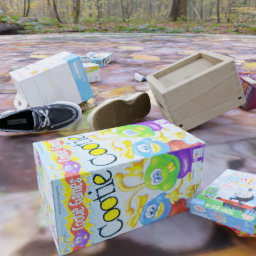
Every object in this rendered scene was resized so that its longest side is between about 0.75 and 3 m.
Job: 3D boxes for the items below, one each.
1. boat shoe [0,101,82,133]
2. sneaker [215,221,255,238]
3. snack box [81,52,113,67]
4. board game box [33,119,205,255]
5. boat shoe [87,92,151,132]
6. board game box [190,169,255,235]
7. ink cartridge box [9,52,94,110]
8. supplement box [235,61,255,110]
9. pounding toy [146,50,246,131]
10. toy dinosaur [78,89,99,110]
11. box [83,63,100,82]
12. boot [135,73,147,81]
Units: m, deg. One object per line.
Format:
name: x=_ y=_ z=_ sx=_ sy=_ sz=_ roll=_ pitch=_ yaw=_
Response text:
boat shoe: x=-2.414 y=-0.260 z=7.660 sx=2.305 sy=0.827 sz=0.781 roll=-5 pitch=8 yaw=-12
sneaker: x=1.867 y=1.482 z=4.221 sx=0.548 sy=0.474 sz=1.213 roll=-21 pitch=19 yaw=-41
snack box: x=-2.149 y=-4.585 z=18.672 sx=1.706 sy=0.545 sz=2.937 roll=4 pitch=23 yaw=9
board game box: x=-0.139 y=0.804 z=4.716 sx=2.488 sy=1.282 sz=1.305 roll=-11 pitch=25 yaw=-25
boat shoe: x=-0.334 y=-0.461 z=8.272 sx=0.916 sy=1.017 sz=2.820 roll=2 pitch=19 yaw=33
board game box: x=1.736 y=1.083 z=4.418 sx=0.963 sy=0.233 sz=1.273 roll=7 pitch=22 yaw=45
ink cartridge box: x=-2.619 y=-1.339 z=9.142 sx=2.332 sy=1.460 sz=1.499 roll=-28 pitch=32 yaw=-21
supplement box: x=4.175 y=-1.642 z=10.382 sx=1.162 sy=0.902 sz=2.107 roll=-9 pitch=40 yaw=-27
pounding toy: x=2.170 y=-1.155 z=8.867 sx=2.485 sy=1.919 sz=2.700 roll=-25 pitch=24 yaw=1
toy dinosaur: x=-1.507 y=-0.811 z=9.711 sx=2.310 sy=0.672 sz=1.168 roll=7 pitch=36 yaw=41
box: x=-2.269 y=-2.652 z=13.668 sx=1.573 sy=0.797 sz=0.885 roll=-18 pitch=27 yaw=-36
boot: x=0.654 y=-2.548 z=14.161 sx=0.388 sy=0.313 sz=0.860 roll=-2 pitch=29 yaw=-24
